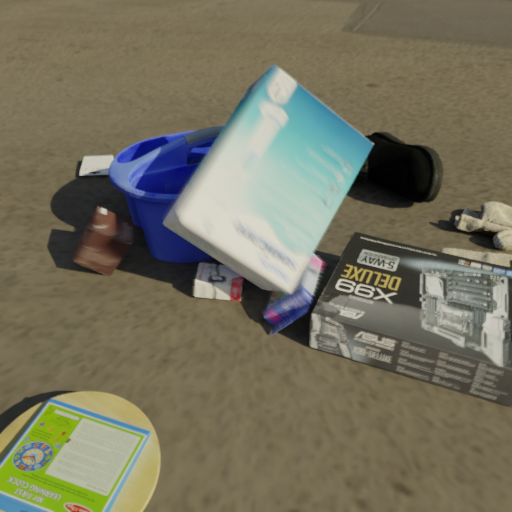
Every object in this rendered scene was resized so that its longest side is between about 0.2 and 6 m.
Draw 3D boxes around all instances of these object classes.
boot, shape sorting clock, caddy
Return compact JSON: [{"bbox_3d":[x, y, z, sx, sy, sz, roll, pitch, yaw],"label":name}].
[{"bbox_3d":[2.251,-1.883,11.889,2.268,1.141,3.034,-4,24,-18],"label":"boot"},{"bbox_3d":[-2.102,2.425,6.382,1.996,0.392,1.996,2,39,-2],"label":"shape sorting clock"},{"bbox_3d":[-0.813,-1.481,10.638,3.805,1.997,2.690,-15,36,-20],"label":"caddy"}]

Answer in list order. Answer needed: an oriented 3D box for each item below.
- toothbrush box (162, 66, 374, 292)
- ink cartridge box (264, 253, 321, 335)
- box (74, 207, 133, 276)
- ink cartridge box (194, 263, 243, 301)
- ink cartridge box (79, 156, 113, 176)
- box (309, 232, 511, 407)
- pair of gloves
[{"bbox_3d":[0.190,-1.120,8.766,2.791,2.043,1.190,-61,17,-12],"label":"toothbrush box"},{"bbox_3d":[0.562,0.573,8.747,0.284,0.808,1.354,43,34,-16],"label":"ink cartridge box"},{"bbox_3d":[-2.622,-0.242,9.648,0.682,0.831,0.689,26,29,-24],"label":"box"},{"bbox_3d":[-0.613,0.430,9.290,0.772,0.325,0.559,6,35,0],"label":"ink cartridge box"},{"bbox_3d":[-3.712,-2.042,13.061,0.685,0.202,0.856,-3,41,-5],"label":"ink cartridge box"},{"bbox_3d":[2.516,0.800,8.427,2.905,0.723,2.291,15,38,19],"label":"box"},{"bbox_3d":[4.675,-0.179,10.078,2.388,0.492,2.809,17,37,23],"label":"pair of gloves"}]
